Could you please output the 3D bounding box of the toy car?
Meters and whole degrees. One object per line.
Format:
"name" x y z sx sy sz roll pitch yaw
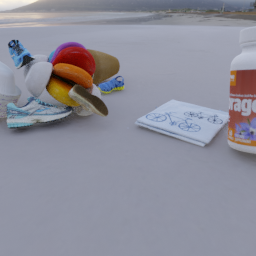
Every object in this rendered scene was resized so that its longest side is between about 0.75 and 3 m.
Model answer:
"toy car" -1.935 -1.778 9.005 2.319 1.987 2.650 22 14 -30

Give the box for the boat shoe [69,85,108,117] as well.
"boat shoe" -1.114 -0.712 7.982 1.254 0.407 0.452 36 44 -21

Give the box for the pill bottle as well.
"pill bottle" 3.171 -0.878 6.525 1.550 2.763 1.550 -2 9 0

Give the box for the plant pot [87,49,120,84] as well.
"plant pot" -1.276 -2.713 12.425 1.720 1.602 1.602 -14 28 -40

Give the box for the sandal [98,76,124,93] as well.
"sandal" -0.643 -1.794 11.313 1.314 0.572 0.522 -24 60 -40

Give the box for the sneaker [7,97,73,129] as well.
"sneaker" -2.538 -0.538 8.120 1.907 0.823 0.740 -13 6 -27

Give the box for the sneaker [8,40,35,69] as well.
"sneaker" -3.345 -2.274 8.450 0.619 0.710 1.579 -38 37 -16

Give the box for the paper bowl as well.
"paper bowl" -4.601 -1.504 8.592 2.635 1.370 2.635 28 10 -5

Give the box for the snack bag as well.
"snack bag" 1.736 -0.266 8.445 2.224 0.252 2.359 17 30 30
